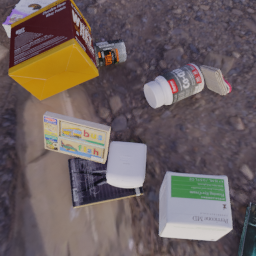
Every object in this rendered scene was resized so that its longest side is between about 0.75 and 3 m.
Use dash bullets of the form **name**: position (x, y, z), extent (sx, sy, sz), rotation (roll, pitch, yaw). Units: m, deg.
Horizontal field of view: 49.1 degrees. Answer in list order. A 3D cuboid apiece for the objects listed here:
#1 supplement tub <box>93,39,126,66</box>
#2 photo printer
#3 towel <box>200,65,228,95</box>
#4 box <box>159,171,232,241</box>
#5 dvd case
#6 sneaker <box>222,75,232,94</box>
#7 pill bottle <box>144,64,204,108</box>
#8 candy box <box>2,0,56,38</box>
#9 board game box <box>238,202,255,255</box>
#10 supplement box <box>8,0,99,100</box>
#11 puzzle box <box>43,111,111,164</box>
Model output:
- **supplement tub**: position (-0.876, -3.001, 11.270), extent (1.488, 0.912, 0.912), rotation (-13, 59, -8)
- **photo printer**: position (-0.048, 1.158, 8.762), extent (1.203, 0.502, 1.446), rotation (5, 58, 2)
- **towel**: position (2.952, -1.672, 9.634), extent (0.246, 0.945, 1.426), rotation (-28, 22, 1)
- **box**: position (1.739, 2.172, 7.664), extent (1.650, 1.658, 1.420), rotation (4, 59, 2)
- **dvd case**: position (-0.745, 1.544, 8.924), extent (2.180, 0.174, 1.621), rotation (-10, 59, -6)
- **sneaker**: position (3.434, -1.824, 10.792), extent (0.470, 0.508, 1.259), rotation (-27, 63, -13)
- **pill bottle**: position (1.659, -1.515, 10.246), extent (1.963, 1.118, 1.118), rotation (-24, 62, -14)
- **candy box**: position (-4.124, -4.908, 12.497), extent (1.866, 0.796, 2.224), rotation (12, 60, 7)
- **board game box**: position (3.923, 3.585, 7.560), extent (1.803, 0.375, 2.665), rotation (19, 60, 11)
- **supplement box**: position (-2.710, -2.895, 10.253), extent (2.563, 1.725, 2.599), rotation (-21, 59, 13)
- **puzzle box**: position (-1.366, 0.267, 7.425), extent (1.755, 1.167, 0.223), rotation (13, 37, 5)
